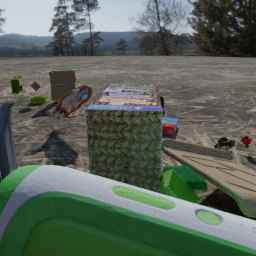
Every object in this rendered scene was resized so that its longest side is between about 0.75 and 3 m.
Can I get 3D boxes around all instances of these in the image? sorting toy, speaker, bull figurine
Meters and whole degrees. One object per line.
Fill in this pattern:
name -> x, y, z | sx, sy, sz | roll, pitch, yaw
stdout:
sorting toy -> 1.431, 0.819, 4.647 | 2.933, 0.432, 2.168 | 12, 15, -29
speaker -> 0.211, 1.211, 2.476 | 2.907, 1.286, 1.286 | 13, 21, 14
bull figurine -> -1.806, -0.666, 8.424 | 1.756, 0.572, 1.066 | -40, 7, 21

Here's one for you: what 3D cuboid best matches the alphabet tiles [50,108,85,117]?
alphabet tiles -> -2.328, -0.634, 10.901 | 1.241, 0.047, 1.491 | -3, 18, -7

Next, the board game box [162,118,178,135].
board game box -> 0.922, -0.094, 8.884 | 1.211, 0.244, 0.926 | 5, 18, 14

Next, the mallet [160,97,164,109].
mallet -> 0.951, -0.733, 10.270 | 0.853, 0.533, 2.590 | -1, 15, 5

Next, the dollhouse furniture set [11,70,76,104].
dollhouse furniture set -> -3.721, -1.906, 12.708 | 2.805, 1.402, 1.083 | -5, 18, -11

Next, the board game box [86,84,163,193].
board game box -> 0.017, 0.250, 5.212 | 1.100, 1.810, 2.271 | 1, 19, 4

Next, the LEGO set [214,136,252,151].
LEGO set -> 3.333, 0.614, 6.332 | 1.726, 0.753, 2.658 | -13, 9, -40

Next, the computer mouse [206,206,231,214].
computer mouse -> 0.391, 1.534, 3.079 | 2.933, 0.675, 2.059 | -1, 17, -2

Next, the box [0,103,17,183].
box -> -3.026, 0.616, 4.613 | 2.058, 1.485, 2.773 | -6, 19, -19
